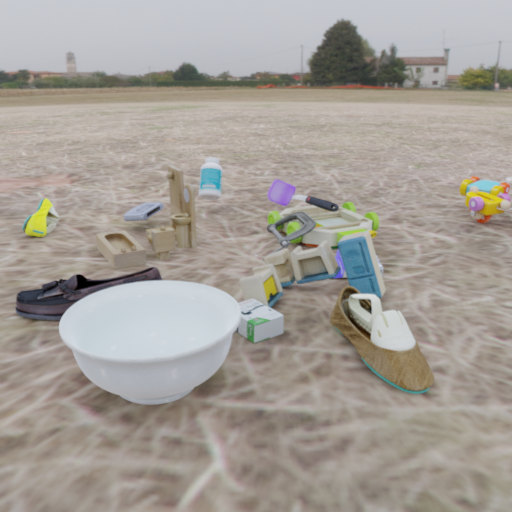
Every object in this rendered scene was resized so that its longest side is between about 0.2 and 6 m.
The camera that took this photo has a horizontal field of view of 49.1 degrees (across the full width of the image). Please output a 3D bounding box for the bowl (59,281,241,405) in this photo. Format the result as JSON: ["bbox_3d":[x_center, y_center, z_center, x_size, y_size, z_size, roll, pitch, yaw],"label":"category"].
[{"bbox_3d":[-1.230,1.123,6.827,2.138,0.961,2.138,0,19,0],"label":"bowl"}]

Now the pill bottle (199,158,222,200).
[{"bbox_3d":[-1.141,-1.950,14.147,0.555,1.002,0.555,3,-9,0],"label":"pill bottle"}]

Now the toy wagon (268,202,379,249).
[{"bbox_3d":[1.627,-0.626,12.340,2.138,0.545,2.756,-9,22,-22],"label":"toy wagon"}]

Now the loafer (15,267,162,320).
[{"bbox_3d":[-2.603,0.525,8.823,2.330,0.734,0.838,-1,20,-3],"label":"loafer"}]

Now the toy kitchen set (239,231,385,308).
[{"bbox_3d":[0.927,0.486,9.005,1.839,1.083,1.473,-13,13,28],"label":"toy kitchen set"}]

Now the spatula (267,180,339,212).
[{"bbox_3d":[1.087,-1.328,13.082,2.032,0.574,0.209,22,-9,41],"label":"spatula"}]

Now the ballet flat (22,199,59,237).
[{"bbox_3d":[-4.949,-0.848,13.098,0.588,0.586,1.754,18,19,-14],"label":"ballet flat"}]

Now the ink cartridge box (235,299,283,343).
[{"bbox_3d":[-0.038,0.947,8.270,0.554,0.314,0.756,-15,24,-35],"label":"ink cartridge box"}]

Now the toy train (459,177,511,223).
[{"bbox_3d":[6.157,-1.214,13.726,2.161,0.800,2.877,3,23,5],"label":"toy train"}]

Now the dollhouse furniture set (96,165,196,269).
[{"bbox_3d":[-2.266,-0.875,11.516,1.899,1.548,1.806,-10,22,-27],"label":"dollhouse furniture set"}]

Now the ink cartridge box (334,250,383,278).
[{"bbox_3d":[1.812,0.136,10.526,0.974,0.211,0.965,-3,23,1],"label":"ink cartridge box"}]

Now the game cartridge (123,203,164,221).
[{"bbox_3d":[-2.659,-1.031,13.127,0.623,0.191,0.936,4,25,23],"label":"game cartridge"}]

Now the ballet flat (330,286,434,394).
[{"bbox_3d":[1.630,0.974,7.513,0.731,0.780,2.156,-5,21,-15],"label":"ballet flat"}]

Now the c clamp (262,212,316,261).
[{"bbox_3d":[0.599,-0.524,11.693,1.290,0.205,1.510,-27,22,4],"label":"c clamp"}]
